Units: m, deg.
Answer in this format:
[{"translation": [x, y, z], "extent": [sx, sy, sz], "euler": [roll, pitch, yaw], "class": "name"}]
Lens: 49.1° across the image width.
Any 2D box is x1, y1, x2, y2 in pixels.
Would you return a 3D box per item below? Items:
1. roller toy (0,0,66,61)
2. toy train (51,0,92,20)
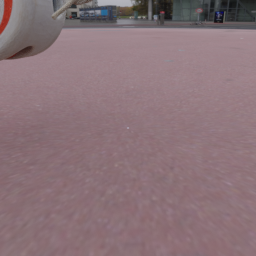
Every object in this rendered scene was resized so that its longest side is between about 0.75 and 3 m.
[{"translation": [-2.544, -2.515, 5.585], "extent": [2.324, 2.548, 1.781], "euler": [35, 23, 0], "class": "roller toy"}, {"translation": [-0.406, -2.152, 2.931], "extent": [1.227, 0.898, 2.121], "euler": [40, 84, 29], "class": "toy train"}]
